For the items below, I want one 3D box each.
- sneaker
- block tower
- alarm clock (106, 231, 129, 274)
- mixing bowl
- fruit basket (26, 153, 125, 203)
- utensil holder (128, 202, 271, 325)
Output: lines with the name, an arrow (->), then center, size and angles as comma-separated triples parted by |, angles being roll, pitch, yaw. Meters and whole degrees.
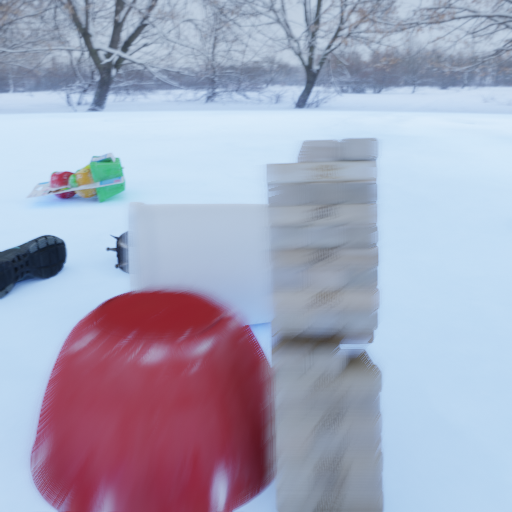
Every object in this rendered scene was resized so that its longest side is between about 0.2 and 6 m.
sneaker -> -3.212, 0.082, 7.410 | 0.650, 0.618, 1.639 | 6, 18, 24
block tower -> 0.399, 0.514, 3.412 | 0.629, 2.327, 0.673 | -1, 3, 3
alarm clock -> -1.323, -0.132, 8.275 | 1.658, 0.552, 1.119 | -4, 18, -23
mixing bowl -> -0.693, 0.887, 4.169 | 1.967, 1.065, 1.967 | 1, 17, 0
fruit basket -> -3.990, -1.729, 12.560 | 2.049, 0.961, 1.898 | -6, 19, -10
utensil holder -> -0.501, 0.109, 6.076 | 1.665, 1.415, 1.415 | -3, 18, -17
